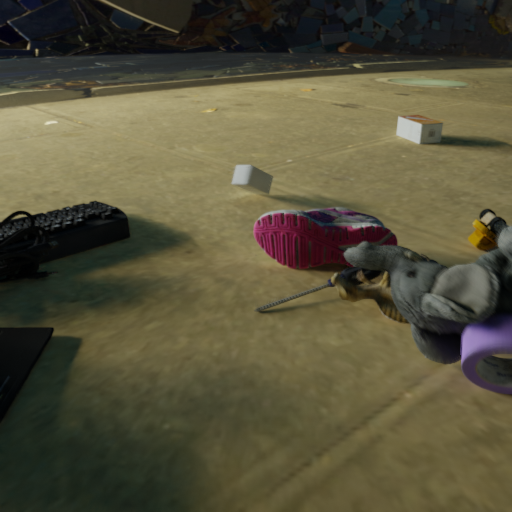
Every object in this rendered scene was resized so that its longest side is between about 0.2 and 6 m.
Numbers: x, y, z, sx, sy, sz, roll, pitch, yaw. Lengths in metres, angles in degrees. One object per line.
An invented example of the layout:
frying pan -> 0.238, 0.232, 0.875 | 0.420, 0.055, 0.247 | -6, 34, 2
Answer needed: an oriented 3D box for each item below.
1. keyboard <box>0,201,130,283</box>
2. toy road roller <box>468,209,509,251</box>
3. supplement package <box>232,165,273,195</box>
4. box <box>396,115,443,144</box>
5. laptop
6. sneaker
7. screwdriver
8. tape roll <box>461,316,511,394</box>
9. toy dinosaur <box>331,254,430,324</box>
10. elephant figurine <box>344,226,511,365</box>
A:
keyboard -> -4.884, -0.343, 9.979 | 5.602, 1.110, 2.916 | -21, 32, -36
toy road roller -> 4.557, -0.368, 10.749 | 0.983, 0.717, 0.604 | 33, 19, -18
supplement package -> -0.079, -1.794, 13.232 | 0.485, 0.483, 0.827 | 10, -6, 44
box -> 5.454, -4.245, 18.749 | 0.849, 0.665, 1.365 | -9, 27, -18
laptop -> -4.356, 0.996, 6.541 | 2.996, 1.547, 2.655 | 0, 26, 0
sneaker -> 1.229, -0.361, 10.228 | 2.535, 1.031, 1.118 | 9, 21, 4
screwdriver -> 1.013, 0.482, 9.009 | 2.339, 0.340, 0.326 | -12, 25, -24
tape roll -> 2.977, 1.188, 6.652 | 1.012, 1.012, 0.430 | 7, 46, 15
toy dinosaur -> 2.418, 0.616, 8.648 | 2.504, 0.729, 1.266 | 10, 40, 11
elephant figurine -> 2.529, 0.579, 7.222 | 2.303, 1.630, 1.787 | -12, 15, -1
